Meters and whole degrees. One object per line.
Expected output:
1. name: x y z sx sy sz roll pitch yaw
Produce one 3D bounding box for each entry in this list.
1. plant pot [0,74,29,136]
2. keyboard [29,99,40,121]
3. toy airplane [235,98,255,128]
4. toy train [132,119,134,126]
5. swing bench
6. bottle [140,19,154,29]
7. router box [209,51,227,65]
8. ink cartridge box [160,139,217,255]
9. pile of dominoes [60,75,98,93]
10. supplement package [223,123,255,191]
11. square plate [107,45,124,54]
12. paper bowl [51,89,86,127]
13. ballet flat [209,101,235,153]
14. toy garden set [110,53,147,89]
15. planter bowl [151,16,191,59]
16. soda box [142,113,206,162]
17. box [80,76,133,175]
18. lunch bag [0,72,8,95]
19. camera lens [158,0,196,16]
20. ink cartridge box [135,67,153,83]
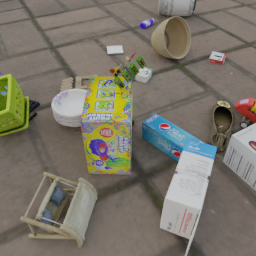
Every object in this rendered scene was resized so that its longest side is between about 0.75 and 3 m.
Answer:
1. plant pot: -4.550 -0.660 10.123 1.700 1.543 1.692 -16 60 7
2. keyboard: -4.353 -0.541 11.442 1.199 0.194 1.887 22 48 21
3. toy airplane: 5.477 -0.539 10.409 2.247 1.593 2.257 -12 44 -14
4. toy train: -0.417 -0.192 11.039 1.331 0.227 0.305 1 47 1
5. swing bench: -1.824 2.247 7.849 1.603 1.040 1.595 7 43 7
6. bottle: 1.244 -6.668 17.845 0.448 0.350 1.074 32 52 30
7. router box: 4.733 -3.702 14.788 0.752 0.205 0.838 17 46 17
8. ink cartridge box: 1.626 1.872 7.814 0.947 1.620 2.793 16 45 16
9. pile of dominoes: -2.185 -1.741 12.768 1.760 0.359 2.257 -6 35 -5
10. supplement package: 4.461 1.161 8.760 1.398 1.346 2.457 -23 47 -23
11. square plate: -0.722 -4.308 15.498 0.871 0.124 0.863 -5 43 -5
12. paper bowl: -2.095 -0.713 11.068 1.715 0.892 1.715 2 46 -2
13. ballet flat: 3.603 -0.230 10.752 0.959 0.660 2.846 14 45 15
14. toy garden set: 0.026 -1.715 8.302 1.109 0.925 0.221 -43 59 3
15. planter bowl: 2.112 -4.639 14.715 2.072 2.072 1.395 -33 25 -30
16. soda box: 1.583 0.449 9.927 0.751 0.794 2.342 -34 53 -31
17. box: -0.582 -0.088 9.319 1.465 2.401 2.312 1 43 1
18. lunch bag: -5.351 -1.613 11.528 0.759 1.613 1.215 -5 43 -5
19. camera lens: 3.270 -8.507 18.654 2.380 1.904 1.904 3 43 2
20. ink cartridge box: 0.768 -2.562 13.470 0.583 0.351 0.803 19 48 18
